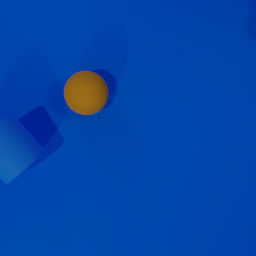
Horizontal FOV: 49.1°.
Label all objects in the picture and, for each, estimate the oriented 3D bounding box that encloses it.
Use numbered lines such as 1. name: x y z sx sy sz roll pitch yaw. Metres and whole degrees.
1. ball: -1.030 -0.864 6.937 1.084 1.084 1.084 0 82 0
2. cylinder: -2.723 0.490 6.449 1.139 1.139 1.139 -41 99 -5
